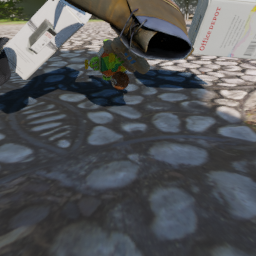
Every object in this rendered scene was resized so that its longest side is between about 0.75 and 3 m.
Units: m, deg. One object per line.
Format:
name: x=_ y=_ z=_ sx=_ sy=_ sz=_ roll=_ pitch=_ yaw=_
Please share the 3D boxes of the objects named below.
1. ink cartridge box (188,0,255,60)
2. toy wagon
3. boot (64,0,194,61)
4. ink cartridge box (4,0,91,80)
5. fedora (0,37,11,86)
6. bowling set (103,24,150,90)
ink cartridge box: x=3.240 y=-3.096 z=8.204 sx=2.537 sy=1.849 sz=1.051 roll=4 pitch=54 yaw=-6
toy wagon: x=-0.571 y=-2.173 z=8.988 sx=1.741 sy=1.351 sz=0.344 roll=-25 pitch=50 yaw=-30
boot: x=0.035 y=-2.150 z=5.240 sx=2.855 sy=1.067 sz=1.384 roll=8 pitch=44 yaw=-26
ink cartridge box: x=-2.403 y=-2.912 z=8.434 sx=2.572 sy=1.066 sz=1.888 roll=-34 pitch=26 yaw=23
fedora: x=-3.500 y=-1.444 z=6.904 sx=1.919 sy=0.876 sz=1.919 roll=-19 pitch=34 yaw=13
bowling set: x=-0.064 y=-2.119 z=7.479 sx=1.894 sy=1.461 sz=2.721 roll=-54 pitch=22 yaw=-7
